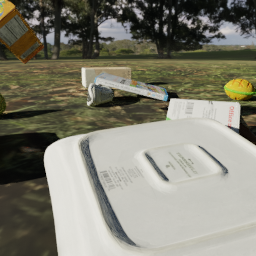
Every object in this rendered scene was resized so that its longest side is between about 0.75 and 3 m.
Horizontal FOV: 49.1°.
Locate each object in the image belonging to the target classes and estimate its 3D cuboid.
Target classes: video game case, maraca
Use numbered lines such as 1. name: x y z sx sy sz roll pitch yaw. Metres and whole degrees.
1. video game case: 0.192 -1.723 11.475 2.828 0.252 2.024 14 16 0
2. maraca: 4.462 -1.450 10.754 1.514 0.810 1.038 6 27 -3

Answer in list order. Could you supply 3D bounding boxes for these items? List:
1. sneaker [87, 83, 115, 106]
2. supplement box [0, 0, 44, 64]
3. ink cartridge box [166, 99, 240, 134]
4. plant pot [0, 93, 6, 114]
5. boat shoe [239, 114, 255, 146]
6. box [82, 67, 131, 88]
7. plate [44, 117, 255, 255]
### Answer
1. sneaker: -0.975 -1.246 10.290 0.828 0.768 2.044 10 18 4
2. supplement box: -2.621 -2.214 6.283 0.772 0.747 2.244 -43 0 -7
3. ink cartridge box: 1.422 -0.004 5.414 1.327 0.558 0.968 6 60 19
4. plant pot: -4.111 -0.619 8.101 0.833 0.833 0.766 2 27 8
5. boat shoe: 2.191 -0.002 6.017 0.674 0.657 1.780 -3 17 -10
6. box: -1.124 -2.654 14.584 2.413 0.938 1.146 -5 17 -17
7. plate: 0.595 0.587 3.331 2.985 0.482 2.978 -9 28 -16
